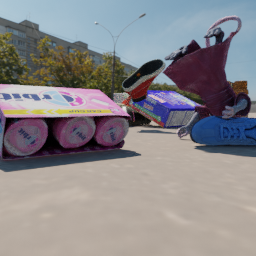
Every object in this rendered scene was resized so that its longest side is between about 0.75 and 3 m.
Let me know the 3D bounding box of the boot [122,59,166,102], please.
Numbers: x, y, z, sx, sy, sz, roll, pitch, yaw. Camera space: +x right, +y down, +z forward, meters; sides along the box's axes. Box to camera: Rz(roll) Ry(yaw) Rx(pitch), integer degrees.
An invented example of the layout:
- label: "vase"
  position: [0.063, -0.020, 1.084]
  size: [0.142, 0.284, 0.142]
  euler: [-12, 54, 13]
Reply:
- label: "boot"
  position: [0.767, -1.768, 10.814]
  size: [1.813, 0.657, 1.308]
  euler: [-35, -34, 6]

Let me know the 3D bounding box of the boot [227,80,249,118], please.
- label: "boot"
  position: [4.303, -1.188, 13.240]
  size: [2.733, 2.114, 1.007]
  euler: [2, 4, 24]

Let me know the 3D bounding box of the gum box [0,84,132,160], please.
- label: "gum box"
  position: [-1.226, -0.177, 5.275]
  size: [2.373, 0.785, 1.347]
  euler: [-3, 29, -35]

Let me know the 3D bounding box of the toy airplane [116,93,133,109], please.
- label: "toy airplane"
  position: [-0.115, -0.906, 14.693]
  size: [1.956, 1.380, 1.947]
  euler: [-12, -31, 14]

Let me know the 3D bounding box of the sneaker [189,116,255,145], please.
- label: "sneaker"
  position: [2.325, 0.057, 5.997]
  size: [1.963, 0.647, 0.770]
  euler: [0, 2, -11]

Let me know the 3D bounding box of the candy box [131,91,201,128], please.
- label: "candy box"
  position: [1.868, -0.923, 12.850]
  size: [2.591, 0.998, 2.190]
  euler: [-3, 29, -41]

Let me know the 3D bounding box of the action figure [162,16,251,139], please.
- label: "action figure"
  position: [2.117, -0.890, 6.932]
  size: [1.888, 2.819, 2.099]
  euler: [-7, 35, 53]

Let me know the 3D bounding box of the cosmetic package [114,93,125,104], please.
- label: "cosmetic package"
  position: [-0.024, -1.326, 17.856]
  size: [1.431, 1.736, 1.432]
  euler: [1, 4, 17]

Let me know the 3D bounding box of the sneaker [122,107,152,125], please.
- label: "sneaker"
  position: [0.465, -0.579, 13.179]
  size: [1.250, 0.891, 2.520]
  euler: [-4, -1, 9]
